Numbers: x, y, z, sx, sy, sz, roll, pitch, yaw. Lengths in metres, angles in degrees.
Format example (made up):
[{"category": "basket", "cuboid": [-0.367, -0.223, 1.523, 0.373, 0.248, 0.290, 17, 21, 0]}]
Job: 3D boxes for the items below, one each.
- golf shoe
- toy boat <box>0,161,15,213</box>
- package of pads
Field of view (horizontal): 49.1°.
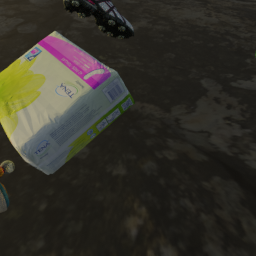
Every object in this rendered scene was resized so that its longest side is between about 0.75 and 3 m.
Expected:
[{"category": "golf shoe", "cuboid": [-0.683, -3.561, 8.371, 0.953, 2.468, 1.087, -2, 71, 48]}, {"category": "toy boat", "cuboid": [-2.059, 0.874, 4.348, 0.800, 0.951, 0.442, 45, 38, 10]}, {"category": "package of pads", "cuboid": [-1.285, -0.536, 4.626, 1.785, 0.788, 2.310, -42, 49, -9]}]
